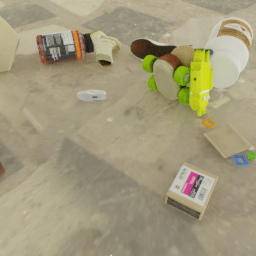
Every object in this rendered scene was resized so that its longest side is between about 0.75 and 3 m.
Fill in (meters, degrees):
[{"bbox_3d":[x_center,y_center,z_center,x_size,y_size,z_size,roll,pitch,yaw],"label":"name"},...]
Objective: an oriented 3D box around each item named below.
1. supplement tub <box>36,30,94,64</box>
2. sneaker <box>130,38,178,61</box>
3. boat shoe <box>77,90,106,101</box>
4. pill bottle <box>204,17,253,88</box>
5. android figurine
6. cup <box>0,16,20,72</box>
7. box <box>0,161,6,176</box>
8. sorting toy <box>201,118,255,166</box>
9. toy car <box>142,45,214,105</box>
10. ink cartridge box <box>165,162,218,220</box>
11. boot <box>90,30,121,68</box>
[{"bbox_3d":[-2.526,-3.329,11.430,2.191,1.172,1.172,-11,47,-12],"label":"supplement tub"},{"bbox_3d":[1.238,-3.097,11.627,2.456,0.894,1.040,23,14,32],"label":"sneaker"},{"bbox_3d":[-1.285,-1.203,9.926,1.028,0.370,0.338,-3,40,-3],"label":"boat shoe"},{"bbox_3d":[3.720,-2.852,10.617,1.645,1.645,2.878,17,48,16],"label":"pill bottle"},{"bbox_3d":[2.360,-1.453,9.013,0.434,2.114,1.924,4,11,27],"label":"android figurine"},{"bbox_3d":[-5.267,-3.178,10.582,1.940,2.713,2.713,19,41,-22],"label":"cup"},{"bbox_3d":[-4.337,1.416,7.103,1.044,0.782,2.086,22,48,20],"label":"box"},{"bbox_3d":[2.967,0.413,8.428,1.116,0.270,1.982,-15,48,-20],"label":"sorting toy"},{"bbox_3d":[1.887,-2.153,9.685,2.108,1.663,1.731,-44,50,-18],"label":"toy car"},{"bbox_3d":[1.630,1.575,7.158,0.980,0.447,1.190,23,51,19],"label":"ink cartridge box"},{"bbox_3d":[-0.801,-3.087,11.464,0.626,1.738,1.344,-20,76,30],"label":"boot"}]
